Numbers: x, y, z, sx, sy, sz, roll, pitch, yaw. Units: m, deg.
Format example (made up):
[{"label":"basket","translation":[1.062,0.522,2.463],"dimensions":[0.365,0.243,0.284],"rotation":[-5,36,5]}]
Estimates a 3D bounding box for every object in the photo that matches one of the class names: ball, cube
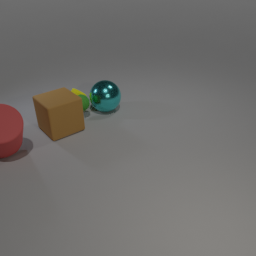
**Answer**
[{"label":"ball","translation":[-1.001,-1.401,12.339],"dimensions":[1.400,1.400,1.400],"rotation":[0,31,0]},{"label":"cube","translation":[-2.674,-0.583,10.901],"dimensions":[1.400,1.400,1.400],"rotation":[-23,38,-32]},{"label":"ball","translation":[-1.953,-1.052,11.693],"dimensions":[0.700,0.700,0.700],"rotation":[0,31,0]}]

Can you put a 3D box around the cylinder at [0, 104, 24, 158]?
[{"label":"cylinder","translation":[-4.206,0.124,9.232],"dimensions":[1.400,1.400,1.400],"rotation":[9,62,-18]}]

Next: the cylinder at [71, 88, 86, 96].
[{"label":"cylinder","translation":[-2.333,-1.325,12.616],"dimensions":[0.700,0.700,0.700],"rotation":[28,8,-4]}]
